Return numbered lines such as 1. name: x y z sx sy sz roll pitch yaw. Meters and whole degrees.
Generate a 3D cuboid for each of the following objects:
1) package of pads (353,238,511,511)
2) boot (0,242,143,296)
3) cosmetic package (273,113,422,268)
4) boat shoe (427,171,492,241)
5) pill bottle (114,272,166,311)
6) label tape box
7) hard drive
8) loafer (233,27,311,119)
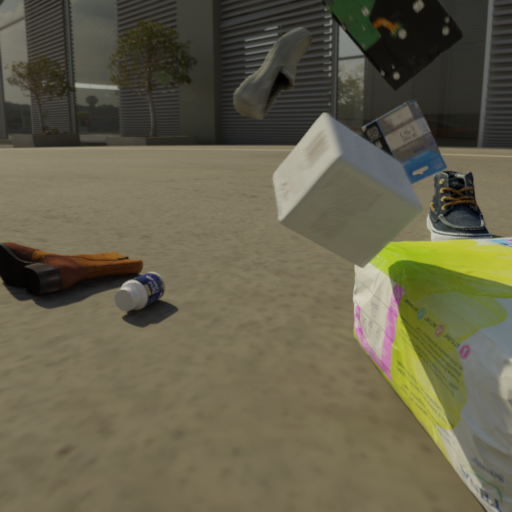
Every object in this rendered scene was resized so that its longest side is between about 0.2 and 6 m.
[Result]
1. package of pads: 2.322 0.659 4.472 2.587 1.142 3.349 -2 14 -7
2. boot: -2.770 0.037 8.239 1.576 0.573 1.674 11 17 39
3. cosmetic package: 0.706 -0.515 4.508 0.870 0.724 0.728 27 33 -23
4. boat shoe: 3.806 -0.939 10.708 0.984 1.262 2.780 1 14 5
5. pill bottle: -1.440 0.455 6.922 0.374 0.374 0.674 5 15 21
6. label tape box: 2.089 -1.531 7.901 0.767 1.064 0.337 -24 4 42
7. hard drive: 1.695 -2.993 7.029 1.058 1.515 0.287 -37 19 33
8. loafer: 0.494 -3.786 11.723 0.826 2.366 0.827 33 -11 21
